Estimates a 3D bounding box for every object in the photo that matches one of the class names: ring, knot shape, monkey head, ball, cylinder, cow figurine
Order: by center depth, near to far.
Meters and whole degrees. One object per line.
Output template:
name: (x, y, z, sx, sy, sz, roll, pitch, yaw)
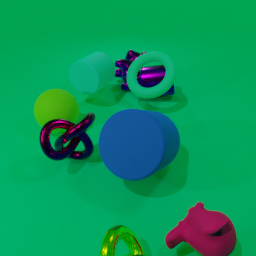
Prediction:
knot shape: (0.069, 2.304, 4.142, 1.390, 0.686, 1.485, 27, 51, 5)
monkey head: (1.170, 1.736, 4.415, 1.008, 1.401, 0.844, -30, 45, -19)
cylinder: (0.290, 0.310, 5.942, 1.380, 1.380, 1.380, 17, 8, 21)
knot shape: (-1.277, 0.300, 6.417, 1.405, 1.315, 0.649, -30, 54, -21)
ball: (-1.895, -0.462, 7.469, 1.160, 1.160, 1.160, 0, 38, 0)
ring: (0.666, -1.555, 8.137, 1.491, 0.298, 1.491, -7, 69, 20)
cylinder: (-1.073, -1.673, 8.552, 1.048, 1.048, 1.048, 16, 35, 20)
cylinder: (0.946, -1.493, 8.878, 0.981, 0.981, 0.981, -5, 37, 9)
cow figurine: (0.201, -2.038, 9.775, 1.517, 0.846, 1.541, -15, 61, -31)
